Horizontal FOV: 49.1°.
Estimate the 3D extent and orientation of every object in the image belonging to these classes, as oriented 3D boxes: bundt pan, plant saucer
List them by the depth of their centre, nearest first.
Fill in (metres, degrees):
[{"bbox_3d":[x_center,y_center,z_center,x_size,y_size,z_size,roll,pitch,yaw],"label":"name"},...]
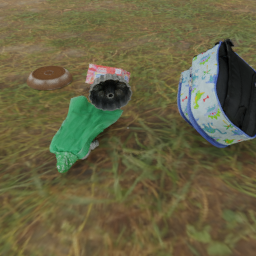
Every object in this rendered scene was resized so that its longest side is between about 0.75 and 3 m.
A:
[{"bbox_3d":[-0.534,-1.109,8.248,1.281,1.281,0.481,-5,51,-6],"label":"bundt pan"},{"bbox_3d":[-3.154,-2.093,11.244,1.824,0.334,1.824,0,38,0],"label":"plant saucer"}]

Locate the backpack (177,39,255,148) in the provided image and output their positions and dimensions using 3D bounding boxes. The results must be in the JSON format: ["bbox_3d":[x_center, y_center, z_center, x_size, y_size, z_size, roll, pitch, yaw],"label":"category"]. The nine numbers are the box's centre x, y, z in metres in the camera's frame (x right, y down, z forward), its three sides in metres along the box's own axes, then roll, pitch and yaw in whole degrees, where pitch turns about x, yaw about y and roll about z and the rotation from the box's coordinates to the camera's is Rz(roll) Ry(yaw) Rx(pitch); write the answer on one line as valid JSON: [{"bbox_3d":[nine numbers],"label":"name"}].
[{"bbox_3d":[2.544,-0.752,7.806,2.255,1.811,2.464,33,53,-26],"label":"backpack"}]

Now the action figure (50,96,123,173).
[{"bbox_3d":[-1.312,0.163,7.792,1.741,0.806,2.948,10,34,9],"label":"action figure"}]

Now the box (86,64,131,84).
[{"bbox_3d":[-0.739,-1.839,10.323,1.456,0.747,0.689,15,4,28],"label":"box"}]
